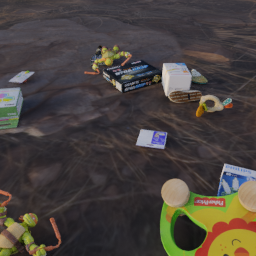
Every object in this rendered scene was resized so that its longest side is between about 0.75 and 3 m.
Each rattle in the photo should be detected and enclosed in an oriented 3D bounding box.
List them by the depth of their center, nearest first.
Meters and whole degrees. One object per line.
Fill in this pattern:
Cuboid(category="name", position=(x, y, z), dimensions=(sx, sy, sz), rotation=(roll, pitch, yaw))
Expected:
Cuboid(category="rattle", position=(3.569, -0.825, 11.485), dimensions=(1.308, 0.852, 0.935), rotation=(16, 31, 16))

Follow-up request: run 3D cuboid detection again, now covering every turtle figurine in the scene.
Cuboid(category="turtle figurine", position=(-2.912, 2.634, 6.652), dimensions=(2.424, 0.781, 1.955), rotation=(29, 51, 25))
Cuboid(category="turtle figurine", position=(-1.138, -3.902, 15.346), dimensions=(2.700, 0.870, 2.177), rotation=(-19, 32, 12))

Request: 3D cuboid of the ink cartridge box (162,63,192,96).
Cuboid(category="ink cartridge box", position=(2.283, -2.311, 13.333), dimensions=(1.088, 1.069, 1.478), rotation=(-2, 36, -4))

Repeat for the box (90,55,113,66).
Cuboid(category="box", position=(-1.526, -3.970, 16.351), dimensions=(1.280, 0.294, 1.017), rotation=(-1, 35, -1))

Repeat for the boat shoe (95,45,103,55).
Cuboid(category="boat shoe", position=(-1.801, -4.723, 17.301), dimensions=(0.476, 0.448, 1.326), rotation=(6, 37, 5))

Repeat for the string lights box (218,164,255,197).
Cuboid(category="string lights box", position=(3.017, 2.005, 7.635), dimensions=(1.108, 0.636, 2.157), rotation=(12, 37, 17))

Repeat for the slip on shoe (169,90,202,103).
Cuboid(category="slip on shoe", position=(2.545, -1.456, 12.631), dimensions=(1.515, 0.576, 0.459), rotation=(-7, 9, -7))

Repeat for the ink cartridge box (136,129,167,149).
Cuboid(category="ink cartridge box", position=(0.861, 0.459, 10.176), dimensions=(1.010, 0.221, 1.020), rotation=(8, 34, 11))

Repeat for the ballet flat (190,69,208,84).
Cuboid(category="ballet flat", position=(3.085, -2.717, 14.277), dimensions=(1.981, 0.700, 0.700), rotation=(12, 37, 16))

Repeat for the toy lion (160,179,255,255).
Cuboid(category="toy lion", position=(2.111, 2.605, 6.238), dimensions=(2.883, 0.990, 2.763), rotation=(-2, 55, 22))

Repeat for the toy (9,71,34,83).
Cuboid(category="toy", position=(-5.393, -2.526, 14.320), dimensions=(0.737, 0.302, 1.280), rotation=(5, 38, 12))

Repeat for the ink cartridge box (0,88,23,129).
Cuboid(category="ink cartridge box", position=(-5.141, -0.855, 11.641), dimensions=(1.183, 0.675, 2.278), rotation=(-6, 36, -9))

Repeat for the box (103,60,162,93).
Cuboid(category="box", position=(0.244, -2.678, 14.288), dimensions=(2.473, 0.569, 1.966), rotation=(-19, 40, -25))
